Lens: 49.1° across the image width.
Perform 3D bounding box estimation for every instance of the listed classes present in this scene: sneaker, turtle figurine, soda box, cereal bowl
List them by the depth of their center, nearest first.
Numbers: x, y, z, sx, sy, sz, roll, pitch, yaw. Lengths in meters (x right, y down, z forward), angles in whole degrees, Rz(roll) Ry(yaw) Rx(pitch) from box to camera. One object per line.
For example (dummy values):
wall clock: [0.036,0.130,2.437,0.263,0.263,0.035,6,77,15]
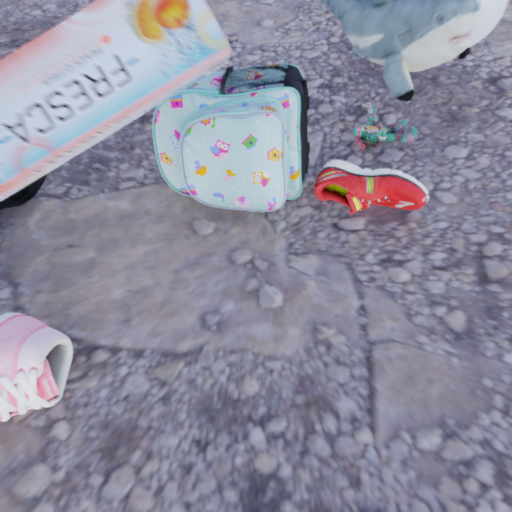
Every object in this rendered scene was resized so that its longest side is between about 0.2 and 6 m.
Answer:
sneaker: [-3.398,1.775,7.135,1.349,0.971,2.580,12,40,20]
soda box: [-2.603,-2.328,8.027,4.463,1.419,1.526,-30,12,2]
cereal bowl: [2.915,-4.211,9.011,2.027,2.027,0.844,29,49,27]
sneaker: [2.097,-1.117,10.521,2.177,0.838,0.925,14,55,26]
turtle figurine: [2.651,-2.746,12.155,1.527,0.769,1.143,1,53,-21]

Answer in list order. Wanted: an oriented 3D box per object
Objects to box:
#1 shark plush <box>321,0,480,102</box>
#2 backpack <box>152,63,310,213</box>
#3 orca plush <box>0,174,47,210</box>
shark plush: [1.978,-3.692,8.316,1.426,1.307,3.138,-29,53,-7]
backpack: [-0.513,-2.095,10.240,2.771,2.436,2.124,5,40,12]
orca plush: [-5.930,-1.380,10.078,4.630,2.436,1.646,16,77,9]
